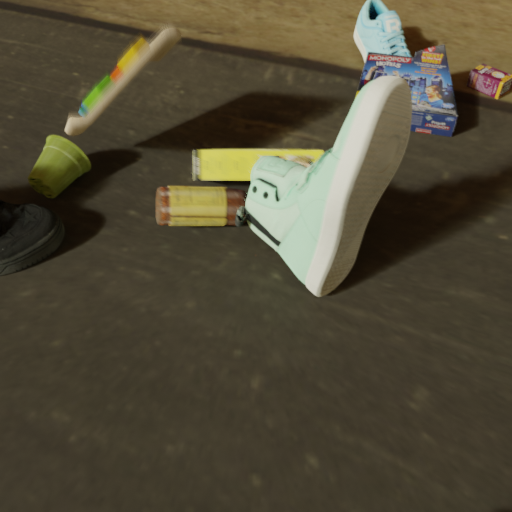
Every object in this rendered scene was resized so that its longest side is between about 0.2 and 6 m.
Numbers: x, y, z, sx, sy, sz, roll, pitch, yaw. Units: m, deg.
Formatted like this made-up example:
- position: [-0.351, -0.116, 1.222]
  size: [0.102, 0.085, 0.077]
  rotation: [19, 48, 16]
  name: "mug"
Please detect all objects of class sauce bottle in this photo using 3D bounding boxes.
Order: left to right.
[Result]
- position: [-0.587, -0.773, 8.921]
  size: [1.977, 0.653, 0.653]
  rotation: [1, 44, -18]
  name: "sauce bottle"

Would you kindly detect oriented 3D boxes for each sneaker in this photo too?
- position: [-4.977, -0.675, 7.898]
  size: [3.993, 2.082, 1.199]
  rotation: [-7, 47, -6]
  name: "sneaker"
- position: [0.677, -1.113, 7.355]
  size: [1.196, 3.250, 1.917]
  rotation: [-28, 58, -38]
  name: "sneaker"
- position: [2.883, -4.768, 12.443]
  size: [0.984, 1.091, 2.662]
  rotation: [-16, 56, -11]
  name: "sneaker"

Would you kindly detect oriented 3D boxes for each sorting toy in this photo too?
- position: [-2.253, -2.793, 9.015]
  size: [2.153, 0.393, 1.993]
  rotation: [-47, 19, -10]
  name: "sorting toy"

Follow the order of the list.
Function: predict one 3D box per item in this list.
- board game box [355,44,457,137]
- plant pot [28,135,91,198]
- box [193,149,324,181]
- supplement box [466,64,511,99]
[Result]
- position: [3.122, -3.459, 11.315]
  size: [1.961, 0.605, 1.960]
  rotation: [12, 61, 13]
  name: "board game box"
- position: [-3.452, -1.467, 9.630]
  size: [0.881, 0.881, 0.836]
  rotation: [18, 60, 17]
  name: "plant pot"
- position: [0.043, -1.547, 9.550]
  size: [2.172, 0.544, 0.817]
  rotation: [0, 9, 1]
  name: "box"
- position: [5.037, -3.760, 12.049]
  size: [0.506, 0.399, 0.773]
  rotation: [-35, 55, -29]
  name: "supplement box"
